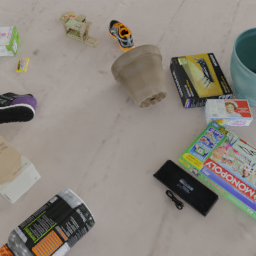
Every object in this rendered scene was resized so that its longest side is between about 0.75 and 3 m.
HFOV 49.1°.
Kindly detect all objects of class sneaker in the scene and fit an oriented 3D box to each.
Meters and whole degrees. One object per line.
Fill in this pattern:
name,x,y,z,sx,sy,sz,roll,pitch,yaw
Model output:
sneaker,-0.279,-4.285,12.451,0.796,0.786,2.034,-24,58,-13
sneaker,-4.564,-0.773,10.148,2.484,0.941,1.088,1,43,-5

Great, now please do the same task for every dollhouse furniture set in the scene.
dollhouse furniture set,-1.843,-4.595,12.593,1.576,0.876,1.394,23,59,15

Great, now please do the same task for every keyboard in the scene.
keyboard,1.665,1.912,8.595,1.959,0.251,1.176,36,56,22

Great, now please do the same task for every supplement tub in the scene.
supplement tub,-2.059,2.743,7.247,1.346,1.346,2.197,39,60,23

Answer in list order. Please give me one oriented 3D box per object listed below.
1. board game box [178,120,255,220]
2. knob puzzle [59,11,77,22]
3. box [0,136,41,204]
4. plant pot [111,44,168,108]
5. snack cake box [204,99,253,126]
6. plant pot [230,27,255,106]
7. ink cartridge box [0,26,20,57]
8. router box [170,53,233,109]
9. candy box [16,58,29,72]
board game box,3.369,1.231,8.936,2.918,0.425,1.963,37,62,22
knob puzzle,-2.831,-5.356,13.562,0.938,0.130,0.938,0,56,0
box,-4.070,1.027,8.720,2.532,0.984,1.202,32,62,20
plant pot,0.585,-1.757,10.228,1.970,1.970,1.709,-20,75,-13
snack cake box,3.593,-0.561,10.094,1.491,0.501,0.857,1,55,0
plant pot,5.033,-1.993,10.199,2.895,1.940,2.895,0,56,0
ink cartridge box,-5.727,-3.721,12.140,1.728,0.654,1.277,-3,56,-3
router box,2.780,-1.896,10.931,1.784,0.592,2.268,-8,56,-6
candy box,-4.421,-2.647,11.749,0.398,0.103,0.779,0,56,-3
